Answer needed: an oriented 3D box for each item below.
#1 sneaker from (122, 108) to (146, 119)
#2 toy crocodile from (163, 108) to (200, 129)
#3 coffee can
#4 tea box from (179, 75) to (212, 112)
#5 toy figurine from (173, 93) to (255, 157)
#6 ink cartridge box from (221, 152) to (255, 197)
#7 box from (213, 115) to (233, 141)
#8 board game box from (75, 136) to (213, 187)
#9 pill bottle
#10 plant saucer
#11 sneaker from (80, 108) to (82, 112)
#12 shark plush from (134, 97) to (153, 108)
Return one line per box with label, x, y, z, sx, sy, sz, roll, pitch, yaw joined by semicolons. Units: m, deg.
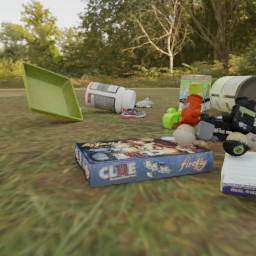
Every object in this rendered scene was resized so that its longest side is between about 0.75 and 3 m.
sneaker;0.259;-0.627;11.531;1.086;0.405;0.438;-6;11;-31
toy crocodile;1.910;-0.350;9.624;0.707;0.646;2.093;7;8;36
coffee can;4.741;-1.352;11.800;1.697;1.697;2.319;-2;10;-9
tea box;3.395;-1.765;14.046;1.196;1.760;1.789;5;12;26
toy figurine;1.663;0.092;5.147;1.420;0.988;1.398;9;-17;32
ink cartridge box;2.216;0.740;3.932;1.716;0.349;1.720;4;11;21
box;2.817;-0.008;7.579;1.288;0.555;1.055;-7;12;-34
board game box;0.222;0.520;5.102;2.149;0.372;1.456;-4;11;-19
pill bottle;-0.794;-1.386;13.065;2.127;1.211;1.211;12;13;13
plant saucer;-2.892;-1.202;10.345;0.527;2.200;2.197;-39;-34;29
sneaker;-2.654;-0.806;12.844;1.185;0.464;0.533;8;-5;15
shark plush;0.758;-1.206;15.477;1.326;0.602;0.552;-21;-8;-5
